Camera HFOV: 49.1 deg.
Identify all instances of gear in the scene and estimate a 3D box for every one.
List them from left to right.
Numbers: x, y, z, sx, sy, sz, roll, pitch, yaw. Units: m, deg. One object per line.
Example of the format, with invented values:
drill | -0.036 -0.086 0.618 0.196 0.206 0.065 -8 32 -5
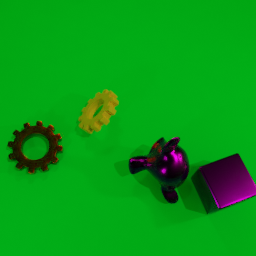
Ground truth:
gear | -2.345 0.492 7.148 1.329 0.246 1.329 2 72 -7
gear | -0.779 -0.437 7.259 1.216 0.225 1.216 -30 39 28

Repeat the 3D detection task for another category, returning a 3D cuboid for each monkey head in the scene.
monkey head | 0.740 0.895 6.447 1.282 1.783 1.074 -13 28 -19

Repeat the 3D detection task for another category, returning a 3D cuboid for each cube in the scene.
cube | 2.191 1.316 6.485 0.991 0.991 0.991 -18 67 -8
